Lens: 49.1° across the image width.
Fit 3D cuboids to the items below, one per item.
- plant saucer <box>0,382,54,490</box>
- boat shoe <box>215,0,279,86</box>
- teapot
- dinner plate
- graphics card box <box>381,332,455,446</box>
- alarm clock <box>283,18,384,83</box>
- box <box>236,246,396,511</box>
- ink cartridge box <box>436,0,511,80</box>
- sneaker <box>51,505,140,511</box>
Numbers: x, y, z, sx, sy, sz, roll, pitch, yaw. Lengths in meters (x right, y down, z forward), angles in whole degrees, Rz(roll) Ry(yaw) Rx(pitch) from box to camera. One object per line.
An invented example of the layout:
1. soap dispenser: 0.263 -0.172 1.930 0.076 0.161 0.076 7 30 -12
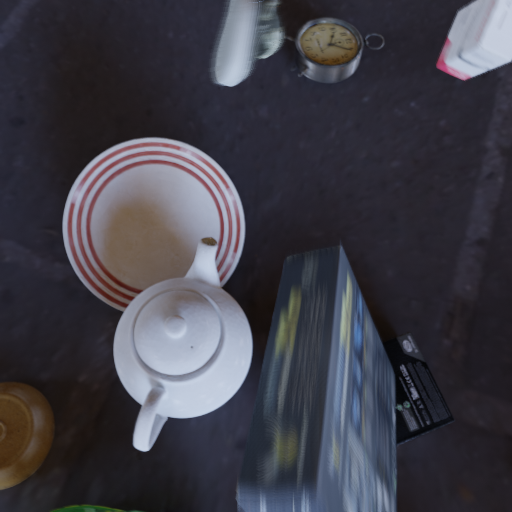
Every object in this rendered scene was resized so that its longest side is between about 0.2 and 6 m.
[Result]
1. plant saucer: -3.542 2.435 7.696 1.447 0.256 1.447 0 66 0
2. boat shoe: -0.015 -2.506 6.125 0.579 0.643 1.817 20 57 -18
3. teapot: -1.023 1.181 7.519 2.068 1.530 2.095 -26 73 -10
4. dinner plate: -1.528 -0.428 8.548 2.700 0.327 2.700 0 90 -6
5. graphics card box: 1.414 2.049 7.707 2.161 0.550 1.356 -20 67 -7
6. alarm clock: 1.490 -3.789 10.315 1.794 0.597 1.210 -14 66 -4
7. box: 0.676 1.391 4.768 0.616 1.903 2.414 -12 37 22
8. ink cartridge box: 3.309 -3.220 8.161 0.549 1.303 0.943 21 93 -10
9. sneaker: -1.798 3.506 6.728 2.713 1.134 1.005 -5 67 -1
